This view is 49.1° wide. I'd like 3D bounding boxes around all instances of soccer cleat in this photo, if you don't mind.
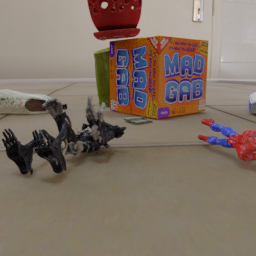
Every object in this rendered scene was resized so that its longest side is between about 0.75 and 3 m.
[{"bbox_3d":[-4.284,-0.980,10.899,2.729,0.946,1.059,0,14,-14],"label":"soccer cleat"}]

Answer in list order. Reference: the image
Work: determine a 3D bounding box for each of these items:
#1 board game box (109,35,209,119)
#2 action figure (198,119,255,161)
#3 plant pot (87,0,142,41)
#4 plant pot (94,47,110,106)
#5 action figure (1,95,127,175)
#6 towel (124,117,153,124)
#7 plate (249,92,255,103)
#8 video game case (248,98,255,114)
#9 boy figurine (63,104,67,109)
[{"bbox_3d":[1.179,-2.048,11.212,2.792,2.795,2.793,-10,16,-39],"label":"board game box"},{"bbox_3d":[2.307,0.247,5.645,0.973,0.641,1.966,7,9,-13],"label":"action figure"},{"bbox_3d":[-0.430,-4.262,10.384,2.017,1.836,2.017,-6,18,2],"label":"plant pot"},{"bbox_3d":[-0.518,-2.620,13.318,2.515,2.421,2.515,-14,19,5],"label":"plant pot"},{"bbox_3d":[-1.030,-0.018,5.546,1.526,1.310,2.568,-6,10,27],"label":"action figure"},{"bbox_3d":[0.329,-0.236,9.315,0.757,0.131,0.729,-6,16,-34],"label":"towel"},{"bbox_3d":[6.265,-1.043,11.009,2.596,0.421,2.602,14,16,16],"label":"plate"},{"bbox_3d":[5.856,-0.850,11.258,1.802,0.452,1.988,5,13,21],"label":"video game case"},{"bbox_3d":[-2.992,-0.982,12.361,0.517,0.268,0.832,-14,20,-39],"label":"boy figurine"}]
